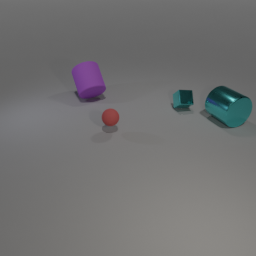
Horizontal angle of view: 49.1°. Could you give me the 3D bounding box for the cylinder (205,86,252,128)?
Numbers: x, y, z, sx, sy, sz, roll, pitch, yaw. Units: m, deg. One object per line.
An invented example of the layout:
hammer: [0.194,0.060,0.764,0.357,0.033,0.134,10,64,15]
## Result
cylinder: [4.274,-0.934,11.980,1.400,1.400,1.400,-11,31,-20]

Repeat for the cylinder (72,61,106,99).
cylinder: [-1.968,-2.388,14.053,1.400,1.400,1.400,-19,-13,-4]

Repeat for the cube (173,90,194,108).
cube: [2.574,-1.347,13.117,0.700,0.700,0.700,0,-11,-16]

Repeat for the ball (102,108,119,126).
ball: [-0.690,-0.421,11.056,0.700,0.700,0.700,0,29,0]
